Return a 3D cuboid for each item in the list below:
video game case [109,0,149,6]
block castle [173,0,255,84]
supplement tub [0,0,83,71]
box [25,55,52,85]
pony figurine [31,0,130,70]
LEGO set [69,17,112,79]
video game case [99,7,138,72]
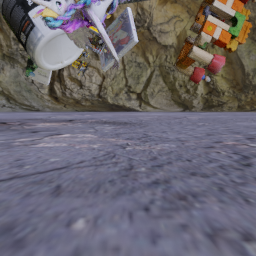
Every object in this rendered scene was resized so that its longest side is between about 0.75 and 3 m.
[{"bbox_3d":[0.778,-4.034,7.830,2.406,0.228,1.719,-22,5,-27],"label":"video game case"},{"bbox_3d":[2.757,-2.953,8.764,1.371,2.923,1.953,25,-6,-7],"label":"block castle"},{"bbox_3d":[-2.488,-3.038,7.809,1.622,2.647,1.622,-33,-18,-12],"label":"supplement tub"},{"bbox_3d":[-3.198,-2.185,10.126,0.886,1.228,0.223,22,46,-9],"label":"box"},{"bbox_3d":[-0.715,-2.284,5.406,1.632,1.959,1.891,30,-11,36],"label":"pony figurine"},{"bbox_3d":[-1.519,-3.378,11.526,1.463,2.524,1.941,28,26,-10],"label":"LEGO set"},{"bbox_3d":[-0.511,-3.759,11.952,0.246,1.949,2.139,17,-38,-40],"label":"video game case"}]
